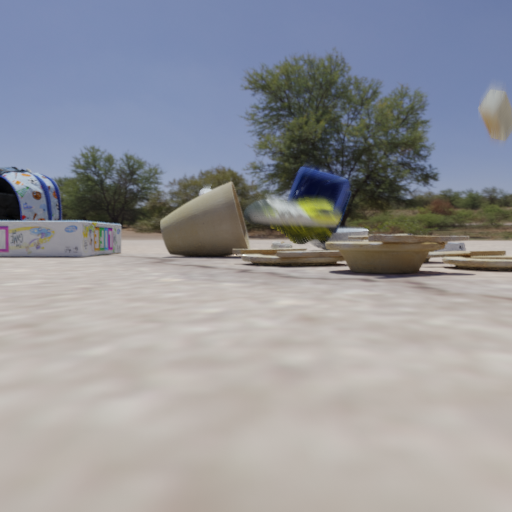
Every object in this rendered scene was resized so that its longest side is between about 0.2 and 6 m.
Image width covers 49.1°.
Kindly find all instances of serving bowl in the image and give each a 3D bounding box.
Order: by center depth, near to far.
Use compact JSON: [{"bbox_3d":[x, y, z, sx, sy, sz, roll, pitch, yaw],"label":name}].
[{"bbox_3d":[2.133,-0.421,14.785,1.625,0.535,1.625,-2,5,0],"label":"serving bowl"}]

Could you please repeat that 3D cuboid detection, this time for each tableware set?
[{"bbox_3d":[1.719,-0.076,7.048,3.129,0.435,3.746,-1,2,-27],"label":"tableware set"}]

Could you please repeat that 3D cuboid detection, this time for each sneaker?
[{"bbox_3d":[0.791,-0.669,12.400,2.181,0.923,0.812,3,31,-10],"label":"sneaker"}]

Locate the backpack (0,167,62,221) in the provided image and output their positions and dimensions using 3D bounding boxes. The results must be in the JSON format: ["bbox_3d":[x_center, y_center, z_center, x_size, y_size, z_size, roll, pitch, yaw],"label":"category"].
[{"bbox_3d":[-7.528,-1.512,18.120,2.193,2.847,2.712,-17,27,-33],"label":"backpack"}]

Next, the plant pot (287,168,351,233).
[{"bbox_3d":[1.567,-1.295,13.656,1.276,1.276,1.147,20,0,22],"label":"plant pot"}]

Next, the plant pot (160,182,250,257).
[{"bbox_3d":[-0.960,-0.513,10.281,1.445,1.354,1.354,-15,1,4],"label":"plant pot"}]

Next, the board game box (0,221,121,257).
[{"bbox_3d":[-4.942,-0.341,11.190,3.860,0.661,2.595,0,2,2],"label":"board game box"}]

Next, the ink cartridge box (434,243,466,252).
[{"bbox_3d":[4.439,-0.194,13.257,1.259,0.247,0.626,0,1,-35],"label":"ink cartridge box"}]

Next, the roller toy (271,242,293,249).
[{"bbox_3d":[0.458,-0.117,10.034,0.374,0.287,0.410,8,2,-4],"label":"roller toy"}]

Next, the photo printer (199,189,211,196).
[{"bbox_3d":[-1.154,-0.982,14.301,0.439,1.265,1.052,-2,21,-29],"label":"photo printer"}]

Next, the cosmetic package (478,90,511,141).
[{"bbox_3d":[4.731,-2.746,10.962,0.334,0.494,0.940,28,-10,46],"label":"cosmetic package"}]
